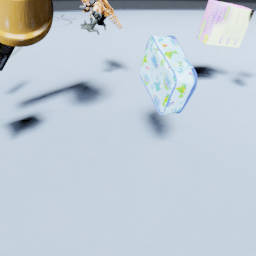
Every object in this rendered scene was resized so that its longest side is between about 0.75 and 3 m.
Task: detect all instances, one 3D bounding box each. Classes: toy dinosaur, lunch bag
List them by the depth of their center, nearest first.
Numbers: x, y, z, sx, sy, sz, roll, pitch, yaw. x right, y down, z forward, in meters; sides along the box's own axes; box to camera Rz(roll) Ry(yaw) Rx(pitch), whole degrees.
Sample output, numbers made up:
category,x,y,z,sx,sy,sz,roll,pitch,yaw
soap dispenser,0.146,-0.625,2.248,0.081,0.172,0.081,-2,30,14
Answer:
category,x,y,z,sx,sy,sz,roll,pitch,yaw
lunch bag,0.557,-0.778,4.174,0.443,0.864,1.075,-7,53,-21
toy dinosaur,-0.974,-3.646,8.750,0.914,1.214,1.788,-21,67,-32

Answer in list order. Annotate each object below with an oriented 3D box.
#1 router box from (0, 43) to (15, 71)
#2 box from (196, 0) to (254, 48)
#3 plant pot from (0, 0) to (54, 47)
category,x,y,z,sx,sy,sz,roll,pitch,yaw
router box,-3.041,-2.010,5.885,0.529,2.070,1.544,53,32,8
box,2.941,-3.150,8.549,1.311,1.153,0.634,-3,36,-25
plant pot,-1.786,-2.101,4.429,1.257,1.257,1.151,-13,-2,-21
